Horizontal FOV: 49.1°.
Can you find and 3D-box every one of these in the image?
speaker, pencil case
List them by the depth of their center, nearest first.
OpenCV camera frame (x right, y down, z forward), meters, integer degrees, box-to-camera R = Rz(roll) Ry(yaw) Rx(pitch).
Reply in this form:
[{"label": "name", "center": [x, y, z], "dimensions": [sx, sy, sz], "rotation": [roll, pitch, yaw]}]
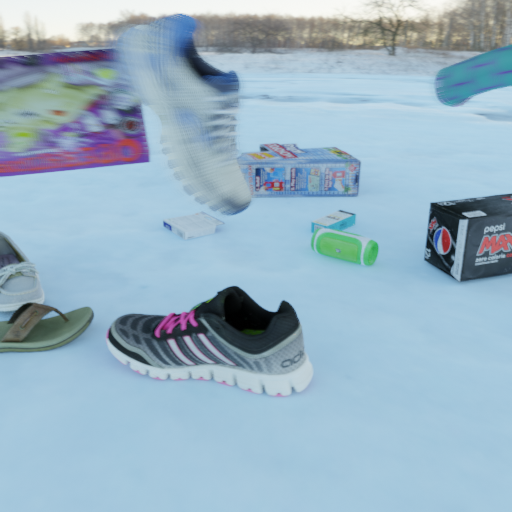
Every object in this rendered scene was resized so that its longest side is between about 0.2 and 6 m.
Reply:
[{"label": "pencil case", "center": [4.361, -3.398, 10.581], "dimensions": [0.768, 0.834, 1.804], "rotation": [-39, 20, -31]}, {"label": "speaker", "center": [1.693, -0.181, 10.778], "dimensions": [1.241, 0.549, 0.549], "rotation": [16, 28, 33]}]

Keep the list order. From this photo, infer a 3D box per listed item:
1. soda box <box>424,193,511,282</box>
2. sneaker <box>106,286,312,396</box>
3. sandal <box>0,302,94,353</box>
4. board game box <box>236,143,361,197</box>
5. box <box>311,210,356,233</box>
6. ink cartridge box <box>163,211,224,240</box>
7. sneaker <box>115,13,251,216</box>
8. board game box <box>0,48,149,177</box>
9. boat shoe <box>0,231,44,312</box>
[{"label": "soda box", "center": [5.025, -0.470, 10.505], "dimensions": [3.579, 1.266, 1.133], "rotation": [-8, 22, -16]}, {"label": "sneaker", "center": [-0.640, 0.929, 7.267], "dimensions": [2.814, 1.231, 1.038], "rotation": [7, 24, 16]}, {"label": "sandal", "center": [-3.335, 0.986, 7.992], "dimensions": [1.976, 0.564, 0.785], "rotation": [-7, 24, -16]}, {"label": "board game box", "center": [0.685, -2.443, 15.480], "dimensions": [3.283, 1.013, 3.285], "rotation": [-6, 24, -14]}, {"label": "box", "center": [1.717, -0.726, 12.396], "dimensions": [0.449, 0.268, 1.091], "rotation": [20, 30, 39]}, {"label": "ink cartridge box", "center": [-1.377, -0.673, 12.350], "dimensions": [1.022, 0.207, 1.020], "rotation": [-15, 27, -32]}, {"label": "sneaker", "center": [-0.682, -1.820, 7.357], "dimensions": [1.187, 2.788, 1.074], "rotation": [-21, 21, 24]}, {"label": "board game box", "center": [-3.491, -2.225, 9.013], "dimensions": [3.293, 1.976, 0.532], "rotation": [-8, 52, -7]}, {"label": "boat shoe", "center": [-4.175, 0.264, 9.439], "dimensions": [0.870, 0.757, 2.361], "rotation": [-12, 26, -26]}]
